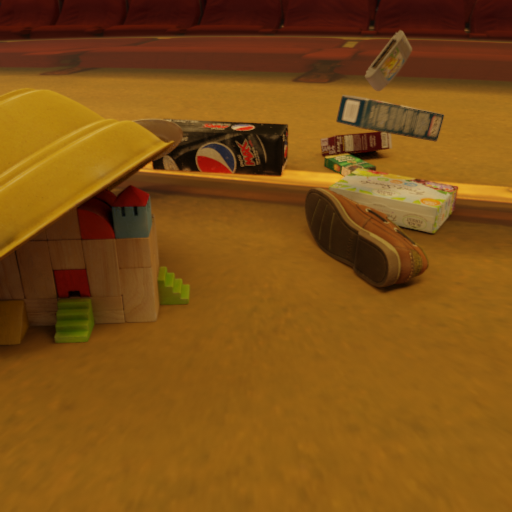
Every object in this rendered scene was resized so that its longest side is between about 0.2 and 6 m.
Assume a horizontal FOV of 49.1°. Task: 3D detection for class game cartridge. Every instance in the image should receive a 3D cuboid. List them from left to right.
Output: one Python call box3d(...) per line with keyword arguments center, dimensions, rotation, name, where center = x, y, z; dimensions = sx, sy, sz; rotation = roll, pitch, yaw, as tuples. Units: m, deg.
box3d(center=(2.225, -3.221, 9.353), dimensions=(0.183, 0.902, 0.601), rotation=(44, 13, 27), name="game cartridge")

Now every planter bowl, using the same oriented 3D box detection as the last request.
box3d(center=(-3.053, -0.993, 7.142), dimensions=(3.814, 1.589, 3.814), rotation=(-34, 12, 8), name="planter bowl")

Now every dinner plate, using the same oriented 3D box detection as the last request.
box3d(center=(-2.238, -2.079, 10.696), dimensions=(1.761, 0.213, 1.761), rotation=(-17, -13, -4), name="dinner plate")

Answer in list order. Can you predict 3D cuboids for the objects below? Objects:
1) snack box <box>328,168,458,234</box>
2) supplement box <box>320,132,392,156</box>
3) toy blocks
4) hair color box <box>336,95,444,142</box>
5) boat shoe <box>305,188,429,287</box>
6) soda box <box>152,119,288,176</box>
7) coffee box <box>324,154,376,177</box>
box3d(center=(2.580, -1.089, 10.594), dimensions=(2.051, 0.543, 1.459), rotation=(15, 30, 28), name="snack box")
box3d(center=(2.467, -2.774, 13.843), dimensions=(1.538, 0.468, 0.837), rotation=(-8, 8, -16), name="supplement box")
box3d(center=(-2.508, -0.259, 7.060), dimensions=(3.202, 2.189, 1.600), rotation=(-1, 26, -3), name="toy blocks")
box3d(center=(2.282, -2.346, 9.553), dimensions=(1.612, 0.488, 0.806), rotation=(3, 18, -26), name="hair color box")
box3d(center=(1.653, -0.324, 8.818), dimensions=(0.853, 0.903, 2.509), rotation=(-9, 37, -24), name="boat shoe")
box3d(center=(-0.841, -2.539, 13.021), dimensions=(3.092, 0.979, 1.094), rotation=(4, 28, 10), name="soda box")
box3d(center=(2.141, -2.067, 12.899), dimensions=(0.700, 0.251, 1.139), rotation=(-11, 29, -22), name="coffee box")
